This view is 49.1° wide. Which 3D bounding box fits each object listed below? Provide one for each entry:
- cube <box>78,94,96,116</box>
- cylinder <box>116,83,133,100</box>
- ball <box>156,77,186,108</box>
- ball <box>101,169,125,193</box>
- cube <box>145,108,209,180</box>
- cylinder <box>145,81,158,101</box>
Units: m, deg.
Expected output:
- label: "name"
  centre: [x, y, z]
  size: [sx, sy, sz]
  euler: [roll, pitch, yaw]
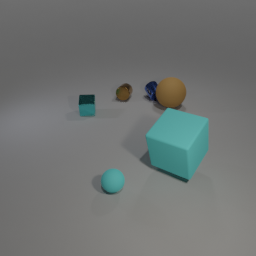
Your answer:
- label: "cube"
  centre: [-1.811, -1.010, 12.509]
  size: [0.700, 0.700, 0.700]
  euler: [-2, 48, -3]
- label: "cylinder"
  centre: [-0.181, -1.802, 13.895]
  size: [0.700, 0.700, 0.700]
  euler: [7, 24, 13]
- label: "ball"
  centre: [1.984, -1.641, 12.947]
  size: [1.400, 1.400, 1.400]
  euler: [0, 30, 0]
- label: "ball"
  centre: [-0.447, 1.546, 8.236]
  size: [0.700, 0.700, 0.700]
  euler: [0, 30, 0]
- label: "cube"
  centre: [1.562, 0.457, 8.674]
  size: [1.400, 1.400, 1.400]
  euler: [18, 51, 32]
- label: "cylinder"
  centre: [1.280, -1.847, 13.905]
  size: [0.700, 0.700, 0.700]
  euler: [-15, 56, -23]
